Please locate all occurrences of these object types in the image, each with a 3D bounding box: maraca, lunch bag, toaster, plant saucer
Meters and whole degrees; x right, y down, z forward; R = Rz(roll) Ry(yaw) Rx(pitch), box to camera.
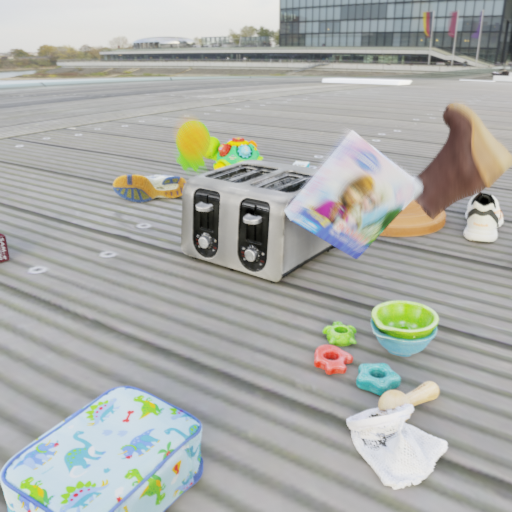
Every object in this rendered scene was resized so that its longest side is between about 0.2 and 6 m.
[{"bbox_3d":[-1.143,-1.975,10.043,0.609,0.888,0.475,7,3,5],"label":"maraca"},{"bbox_3d":[-1.473,2.080,5.546,1.408,0.722,1.751,15,27,29],"label":"lunch bag"},{"bbox_3d":[0.236,-0.808,11.213,2.498,1.639,2.762,17,28,33],"label":"toaster"},{"bbox_3d":[3.180,-1.111,13.501,2.677,0.432,2.677,0,24,0],"label":"plant saucer"}]

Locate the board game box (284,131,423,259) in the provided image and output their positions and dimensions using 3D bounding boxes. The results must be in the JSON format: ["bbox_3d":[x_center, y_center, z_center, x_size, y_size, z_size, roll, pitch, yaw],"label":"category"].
[{"bbox_3d":[1.654,-0.952,9.406,1.722,1.718,0.354,26,23,-34],"label":"board game box"}]

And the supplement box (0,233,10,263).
[{"bbox_3d":[-5.891,-0.026,10.714,1.034,0.579,1.901,20,31,41],"label":"supplement box"}]

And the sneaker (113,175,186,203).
[{"bbox_3d":[-2.866,-1.825,15.020,1.940,0.730,0.855,0,12,-19],"label":"sneaker"}]

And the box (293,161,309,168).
[{"bbox_3d":[1.337,-2.687,17.418,0.453,0.271,1.101,6,24,15],"label":"box"}]

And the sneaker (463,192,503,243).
[{"bbox_3d":[5.242,-1.062,12.768,0.859,0.932,2.330,7,22,19],"label":"sneaker"}]

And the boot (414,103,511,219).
[{"bbox_3d":[3.690,-1.923,11.027,1.834,0.798,2.205,-34,45,15],"label":"boot"}]

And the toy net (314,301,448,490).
[{"bbox_3d":[1.515,1.503,7.063,1.660,0.611,3.164,4,24,10],"label":"toy net"}]

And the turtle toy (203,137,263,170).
[{"bbox_3d":[-0.792,-3.179,17.573,2.080,1.051,1.516,6,24,13],"label":"turtle toy"}]
